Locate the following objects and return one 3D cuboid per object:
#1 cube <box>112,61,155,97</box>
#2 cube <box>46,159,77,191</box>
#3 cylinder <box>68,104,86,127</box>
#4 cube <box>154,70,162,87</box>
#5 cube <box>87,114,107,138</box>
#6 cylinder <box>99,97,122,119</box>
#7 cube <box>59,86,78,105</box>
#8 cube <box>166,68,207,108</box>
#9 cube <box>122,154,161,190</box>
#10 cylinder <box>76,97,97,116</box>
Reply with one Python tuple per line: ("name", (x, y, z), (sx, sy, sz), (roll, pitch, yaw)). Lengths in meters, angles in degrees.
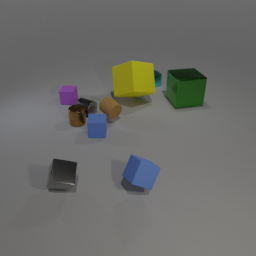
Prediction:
("cube", (0.263, -2.219, 13.012), (1.400, 1.400, 1.400), (-5, 0, -43))
("cube", (-1.935, 1.376, 8.190), (0.700, 0.700, 0.700), (12, 61, -19))
("cylinder", (-2.115, -0.521, 11.676), (0.700, 0.700, 0.700), (1, 31, 0))
("cube", (1.342, -2.643, 15.080), (0.700, 0.700, 0.700), (-13, 34, -20))
("cube", (-1.203, -0.088, 10.992), (0.700, 0.700, 0.700), (-1, 32, -2))
("cylinder", (-0.729, -0.842, 11.662), (0.700, 0.700, 0.700), (-26, 51, -35))
("cube", (-2.822, -1.566, 13.344), (0.700, 0.700, 0.700), (2, 32, 5))
("cube", (2.700, -1.899, 13.198), (1.400, 1.400, 1.400), (-7, 32, -11))
("cube", (0.377, 1.260, 8.048), (0.700, 0.700, 0.700), (22, 1, -27))
("cylinder", (-1.825, -0.920, 12.289), (0.700, 0.700, 0.700), (18, 36, 22))
